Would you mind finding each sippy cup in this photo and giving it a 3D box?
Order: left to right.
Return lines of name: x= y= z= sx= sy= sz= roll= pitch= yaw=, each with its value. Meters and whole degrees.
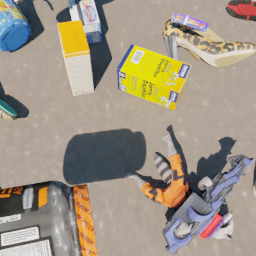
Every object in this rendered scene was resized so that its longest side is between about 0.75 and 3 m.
sippy cup: x=-4.101 y=-3.445 z=8.978 sx=1.688 sy=2.303 sz=1.808 roll=48 pitch=44 yaw=9

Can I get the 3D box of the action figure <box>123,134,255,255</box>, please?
action figure: x=1.598 y=1.401 z=6.711 sx=2.768 sy=1.448 sz=2.677 roll=-44 pitch=75 yaw=7

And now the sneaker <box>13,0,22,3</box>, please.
sneaker: x=-2.401 y=-4.322 z=6.632 sx=1.261 sy=2.803 sz=0.980 roll=40 pitch=46 yaw=-20

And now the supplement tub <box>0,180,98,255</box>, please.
supplement tub: x=-1.475 y=1.401 z=3.707 sx=2.034 sy=1.246 sz=1.246 roll=-8 pitch=64 yaw=-11

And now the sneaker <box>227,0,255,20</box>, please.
sneaker: x=4.828 y=-4.311 z=9.727 sx=2.478 sy=0.983 sz=1.183 roll=23 pitch=64 yaw=10

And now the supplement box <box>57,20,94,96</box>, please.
supplement box: x=-1.473 y=-1.941 z=8.057 sx=0.685 sy=1.862 sz=1.173 roll=-13 pitch=64 yaw=-9

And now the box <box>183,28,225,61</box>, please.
box: x=2.470 y=-2.923 z=9.509 sx=1.239 sy=0.132 sz=1.013 roll=-35 pitch=69 yaw=-15

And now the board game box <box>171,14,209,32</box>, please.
board game box: x=1.707 y=-2.948 z=7.835 sx=0.702 sy=0.234 sz=1.044 roll=15 pitch=20 yaw=-15

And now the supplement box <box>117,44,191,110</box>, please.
supplement box: x=0.732 y=-1.492 z=8.293 sx=1.909 sy=1.039 sz=1.045 roll=22 pitch=66 yaw=10

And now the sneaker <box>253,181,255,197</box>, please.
sneaker: x=3.892 y=0.842 z=7.181 sx=0.812 sy=0.977 sz=2.168 roll=20 pitch=65 yaw=9

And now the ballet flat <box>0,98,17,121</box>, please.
ballet flat: x=-4.052 y=-0.757 z=8.193 sx=0.871 sy=0.784 sz=2.312 roll=-46 pitch=65 yaw=4

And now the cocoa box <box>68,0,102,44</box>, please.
cocoa box: x=-1.431 y=-3.602 z=9.417 sx=0.868 sy=0.882 sz=1.323 roll=-12 pitch=64 yaw=-6

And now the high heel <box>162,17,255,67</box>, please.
high heel: x=2.540 y=-2.921 z=8.870 sx=2.795 sy=0.998 sz=1.992 roll=-10 pitch=75 yaw=7
